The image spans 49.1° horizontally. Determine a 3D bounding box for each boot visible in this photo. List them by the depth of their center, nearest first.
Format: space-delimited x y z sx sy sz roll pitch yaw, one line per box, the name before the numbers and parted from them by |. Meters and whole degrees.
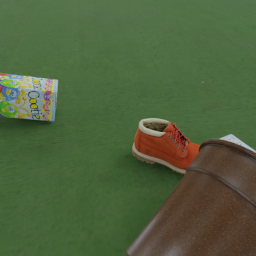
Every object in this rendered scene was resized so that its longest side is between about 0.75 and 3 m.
boot | 1.259 0.450 7.171 2.289 1.227 0.859 13 42 8

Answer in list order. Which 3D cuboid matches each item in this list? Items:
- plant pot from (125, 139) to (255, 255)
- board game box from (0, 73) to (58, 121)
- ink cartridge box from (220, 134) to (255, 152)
plant pot | 1.310 1.746 4.370 2.260 2.283 2.283 -43 50 -13
board game box | -3.317 -0.990 8.860 2.052 1.057 1.076 5 29 -14
ink cartridge box | 2.578 0.725 7.476 1.342 0.317 1.074 -18 35 -16
